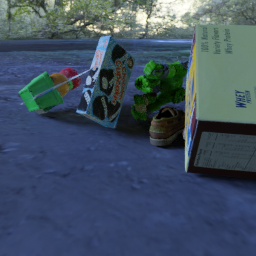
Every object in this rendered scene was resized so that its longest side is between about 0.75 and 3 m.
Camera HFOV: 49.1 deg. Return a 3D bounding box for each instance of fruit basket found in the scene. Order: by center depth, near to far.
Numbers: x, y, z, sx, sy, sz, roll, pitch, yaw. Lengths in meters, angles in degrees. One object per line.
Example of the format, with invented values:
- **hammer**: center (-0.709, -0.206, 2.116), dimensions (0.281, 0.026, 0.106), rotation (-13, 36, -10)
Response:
- **fruit basket**: center (-2.270, -1.400, 9.523), dimensions (2.513, 1.178, 2.327), rotation (-28, 14, -30)

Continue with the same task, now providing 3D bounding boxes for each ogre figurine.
- **ogre figurine**: center (0.949, -1.194, 8.310), dimensions (1.523, 2.540, 1.246), rotation (-23, 48, -19)

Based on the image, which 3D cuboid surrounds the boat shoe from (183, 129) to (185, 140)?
- **boat shoe**: center (2.336, 0.215, 6.950), dimensions (1.853, 0.669, 0.667), rotation (1, 16, -4)

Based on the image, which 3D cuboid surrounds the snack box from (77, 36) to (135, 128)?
- **snack box**: center (-0.579, -1.293, 8.183), dimensions (0.430, 2.319, 1.347), rotation (8, -12, 36)

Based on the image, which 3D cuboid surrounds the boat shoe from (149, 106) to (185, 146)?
- **boat shoe**: center (1.235, -0.241, 7.936), dimensions (0.789, 0.746, 2.194), rotation (2, 20, 22)

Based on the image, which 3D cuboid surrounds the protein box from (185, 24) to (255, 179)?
- **protein box**: center (2.667, -0.551, 5.833), dimensions (2.754, 1.858, 2.734), rotation (4, 53, 7)
